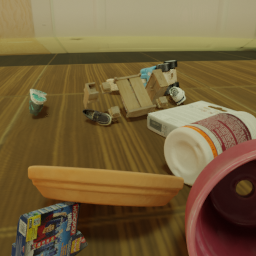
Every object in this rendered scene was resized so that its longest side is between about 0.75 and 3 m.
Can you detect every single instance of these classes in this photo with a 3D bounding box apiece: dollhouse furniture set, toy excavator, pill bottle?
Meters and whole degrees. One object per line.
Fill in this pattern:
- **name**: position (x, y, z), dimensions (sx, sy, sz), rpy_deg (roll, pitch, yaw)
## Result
- **dollhouse furniture set**: position (-0.008, -0.940, 9.984), dimensions (2.882, 1.276, 1.494), rpy_deg (-14, 66, -20)
- **toy excavator**: position (0.723, -2.182, 12.863), dimensions (2.675, 1.336, 2.601), rpy_deg (1, 19, 31)
- **pill bottle**: position (2.005, 0.356, 6.366), dimensions (2.204, 1.258, 1.258), rpy_deg (-17, 28, -35)

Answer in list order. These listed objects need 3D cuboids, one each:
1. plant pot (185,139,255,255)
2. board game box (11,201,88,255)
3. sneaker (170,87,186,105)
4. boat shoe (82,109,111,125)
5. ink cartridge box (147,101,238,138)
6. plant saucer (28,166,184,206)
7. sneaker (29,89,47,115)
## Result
- **plant pot**: position (1.850, 1.083, 3.814), dimensions (2.146, 2.146, 1.921), rpy_deg (4, 8, 9)
- **board game box**: position (-1.052, 1.552, 3.996), dimensions (0.341, 1.104, 1.103), rpy_deg (19, 15, 37)
- **sneaker**: position (1.957, -1.464, 11.490), dimensions (0.558, 0.588, 1.460), rpy_deg (-43, 17, 12)
- **boat shoe**: position (-1.032, -0.371, 9.059), dimensions (1.096, 0.394, 0.355), rpy_deg (22, 3, 32)
- **ink cartridge box**: position (2.101, -0.176, 8.589), dimensions (2.386, 0.681, 1.939), rpy_deg (-11, 24, -32)
- **plant saucer**: position (-0.355, 0.960, 4.623), dimensions (2.510, 0.470, 2.510), rpy_deg (4, -12, 1)
- **sneaker**: position (-3.302, -0.925, 10.005), dimensions (0.633, 0.744, 1.632), rpy_deg (18, 12, -18)
